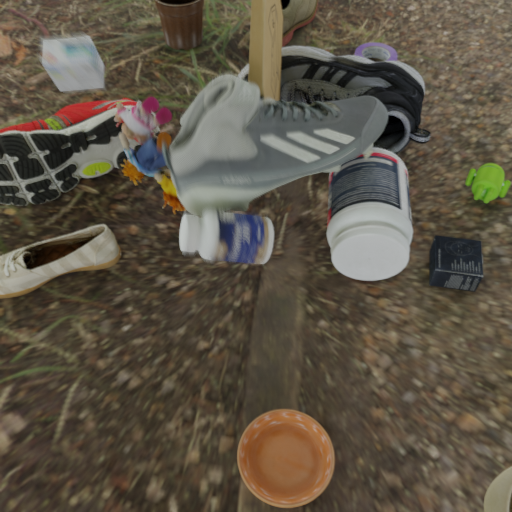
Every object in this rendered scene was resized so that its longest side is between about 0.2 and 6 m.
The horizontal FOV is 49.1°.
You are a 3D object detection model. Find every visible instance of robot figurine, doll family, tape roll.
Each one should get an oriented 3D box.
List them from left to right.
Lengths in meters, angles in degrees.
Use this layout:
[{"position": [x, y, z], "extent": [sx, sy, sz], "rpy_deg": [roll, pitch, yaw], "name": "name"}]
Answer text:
[{"position": [-1.467, -1.405, 8.893], "extent": [2.232, 1.385, 1.006], "rpy_deg": [37, 63, -23], "name": "doll family"}, {"position": [2.539, -4.188, 11.958], "extent": [0.887, 0.291, 0.887], "rpy_deg": [-1, 52, 1], "name": "tape roll"}, {"position": [3.963, -1.260, 9.564], "extent": [0.692, 0.456, 0.789], "rpy_deg": [21, 55, 16], "name": "robot figurine"}]

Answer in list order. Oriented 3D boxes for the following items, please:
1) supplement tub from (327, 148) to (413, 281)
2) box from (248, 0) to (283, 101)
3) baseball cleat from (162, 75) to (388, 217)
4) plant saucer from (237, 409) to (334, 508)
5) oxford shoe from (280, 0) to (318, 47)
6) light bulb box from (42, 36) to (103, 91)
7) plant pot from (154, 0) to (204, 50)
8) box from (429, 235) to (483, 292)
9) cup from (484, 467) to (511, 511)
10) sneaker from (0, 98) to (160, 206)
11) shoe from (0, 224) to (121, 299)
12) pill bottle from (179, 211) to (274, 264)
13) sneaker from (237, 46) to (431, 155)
[{"position": [1.723, -0.656, 8.571], "extent": [1.256, 1.256, 1.789], "rpy_deg": [5, 52, 4], "name": "supplement tub"}, {"position": [0.175, -3.263, 8.967], "extent": [0.263, 2.021, 2.473], "rpy_deg": [1, 80, 9], "name": "box"}, {"position": [0.380, -1.828, 7.843], "extent": [3.470, 1.847, 1.210], "rpy_deg": [-31, 39, -16], "name": "baseball cleat"}, {"position": [0.357, 2.456, 6.805], "extent": [1.167, 0.218, 1.167], "rpy_deg": [1, 52, -1], "name": "plant saucer"}, {"position": [0.779, -5.786, 12.727], "extent": [0.980, 1.040, 2.781], "rpy_deg": [18, 54, 13], "name": "oxford shoe"}, {"position": [-2.621, -2.757, 8.068], "extent": [0.677, 0.683, 0.426], "rpy_deg": [-5, 74, 0], "name": "light bulb box"}, {"position": [-1.637, -5.220, 12.238], "extent": [1.138, 1.126, 1.138], "rpy_deg": [0, 51, 0], "name": "plant pot"}, {"position": [3.019, 0.110, 8.497], "extent": [0.692, 0.436, 0.704], "rpy_deg": [9, 53, 7], "name": "box"}, {"position": [2.971, 2.784, 6.045], "extent": [1.185, 0.848, 1.185], "rpy_deg": [4, 71, -12], "name": "cup"}, {"position": [-3.436, -1.933, 9.806], "extent": [3.466, 1.335, 1.472], "rpy_deg": [-19, 39, -21], "name": "sneaker"}, {"position": [-3.212, 0.023, 8.461], "extent": [2.240, 0.598, 0.783], "rpy_deg": [-16, 54, -12], "name": "shoe"}, {"position": [-0.403, -0.254, 7.455], "extent": [1.162, 0.645, 0.645], "rpy_deg": [5, 50, -19], "name": "pill bottle"}, {"position": [1.369, -2.662, 9.999], "extent": [3.550, 1.340, 2.020], "rpy_deg": [3, 45, -1], "name": "sneaker"}]
